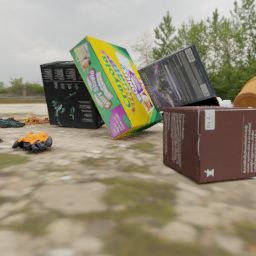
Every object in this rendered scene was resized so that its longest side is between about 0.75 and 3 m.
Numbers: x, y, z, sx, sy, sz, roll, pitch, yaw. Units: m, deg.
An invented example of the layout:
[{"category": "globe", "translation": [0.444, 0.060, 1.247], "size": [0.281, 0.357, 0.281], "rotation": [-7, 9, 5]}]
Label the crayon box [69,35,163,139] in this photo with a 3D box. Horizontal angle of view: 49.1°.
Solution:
[{"category": "crayon box", "translation": [-0.234, -1.228, 8.600], "size": [0.829, 2.844, 2.454], "rotation": [-30, -7, 25]}]

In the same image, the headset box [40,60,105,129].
[{"category": "headset box", "translation": [-1.888, -1.200, 10.430], "size": [2.179, 2.503, 1.161], "rotation": [4, 21, 24]}]

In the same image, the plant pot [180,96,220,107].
[{"category": "plant pot", "translation": [2.666, -0.596, 10.205], "size": [1.440, 1.440, 1.541], "rotation": [3, -1, 22]}]

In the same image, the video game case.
[{"category": "video game case", "translation": [1.215, -1.231, 7.463], "size": [1.937, 1.384, 0.184], "rotation": [-13, 18, 49]}]

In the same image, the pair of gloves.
[{"category": "pair of gloves", "translation": [-2.691, 0.362, 6.215], "size": [1.978, 0.245, 1.762], "rotation": [-5, 9, -16]}]

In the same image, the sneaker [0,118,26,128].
[{"category": "sneaker", "translation": [-4.347, -0.195, 10.532], "size": [0.968, 0.384, 0.365], "rotation": [-2, 5, -28]}]

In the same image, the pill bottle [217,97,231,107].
[{"category": "pill bottle", "translation": [4.278, -1.048, 14.713], "size": [2.050, 1.141, 1.141], "rotation": [5, 8, 29]}]

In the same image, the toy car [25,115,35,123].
[{"category": "toy car", "translation": [-4.363, -0.408, 12.530], "size": [0.521, 0.353, 1.062], "rotation": [-3, 6, -21]}]

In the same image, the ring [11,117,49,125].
[{"category": "ring", "translation": [-4.666, -0.347, 12.599], "size": [2.345, 0.225, 2.345], "rotation": [0, 6, 0]}]

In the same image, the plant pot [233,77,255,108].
[{"category": "plant pot", "translation": [4.972, -0.877, 10.575], "size": [1.421, 2.030, 2.030], "rotation": [-25, 20, -34]}]

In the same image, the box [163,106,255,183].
[{"category": "box", "translation": [1.215, 0.174, 4.339], "size": [0.994, 1.004, 1.211], "rotation": [-2, 7, -16]}]

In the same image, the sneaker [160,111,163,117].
[{"category": "sneaker", "translation": [1.346, -0.870, 12.726], "size": [2.341, 0.872, 1.020], "rotation": [20, 22, 19]}]
